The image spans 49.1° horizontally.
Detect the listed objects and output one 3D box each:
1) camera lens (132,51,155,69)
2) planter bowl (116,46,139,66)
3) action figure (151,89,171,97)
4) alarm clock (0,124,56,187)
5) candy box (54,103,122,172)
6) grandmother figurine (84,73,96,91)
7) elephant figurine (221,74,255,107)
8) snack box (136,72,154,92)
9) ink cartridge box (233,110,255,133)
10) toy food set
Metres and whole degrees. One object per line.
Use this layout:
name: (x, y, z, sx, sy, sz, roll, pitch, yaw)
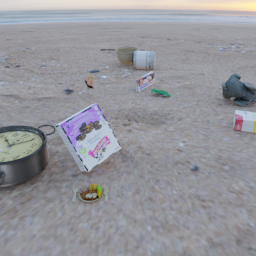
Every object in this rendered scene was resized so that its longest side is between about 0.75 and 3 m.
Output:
camera lens: (1.000, -4.283, 17.653, 1.386, 1.109, 1.109, 5, 27, 8)
planter bowl: (-0.045, -4.743, 18.642, 1.495, 1.006, 1.495, -1, 34, 1)
action figure: (1.588, -1.643, 13.278, 0.951, 0.260, 0.562, 19, 30, 20)
alarm clock: (-3.043, 0.614, 7.816, 1.988, 0.981, 2.947, 13, 33, 22)
candy box: (-1.066, 0.259, 7.720, 1.241, 1.480, 0.529, -35, 13, -29)
grandmother figurine: (-1.779, -2.083, 13.120, 0.341, 1.128, 0.684, -36, 83, -25)
elephant figurine: (5.121, -1.538, 12.214, 1.790, 1.266, 1.389, 34, 69, 26)
snack box: (0.908, -2.407, 14.407, 0.210, 0.620, 1.724, 14, 30, 27)
ink cartridge box: (4.452, -0.214, 10.116, 1.160, 0.484, 0.842, 9, 28, 17)
toy food set: (-0.925, 1.575, 6.843, 0.882, 0.177, 0.609, -1, 26, -3)
